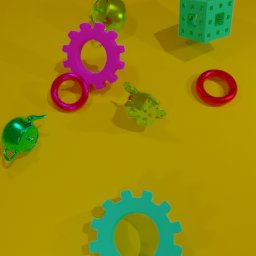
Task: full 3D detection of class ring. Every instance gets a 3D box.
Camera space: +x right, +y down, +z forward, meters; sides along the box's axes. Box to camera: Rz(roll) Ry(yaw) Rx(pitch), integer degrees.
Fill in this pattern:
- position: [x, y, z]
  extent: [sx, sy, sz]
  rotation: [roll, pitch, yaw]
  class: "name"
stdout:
- position: [2.628, -1.226, 8.331]
  extent: [1.235, 0.247, 1.235]
  rotation: [-1, 65, 1]
  class: "ring"
- position: [-1.677, -1.041, 8.055]
  extent: [1.135, 0.227, 1.135]
  rotation: [0, 87, 1]
  class: "ring"

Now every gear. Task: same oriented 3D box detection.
- position: [-0.999, -2.047, 8.060]
  extent: [1.840, 1.840, 0.340]
  rotation: [22, 22, 12]
  class: "gear"
- position: [0.168, 2.330, 5.979]
  extent: [1.945, 0.360, 1.945]
  rotation: [-3, 69, 8]
  class: "gear"

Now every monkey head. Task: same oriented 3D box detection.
- position: [0.481, -0.651, 7.456]
  extent: [1.504, 1.082, 0.907]
  rotation: [38, 46, -13]
  class: "monkey head"

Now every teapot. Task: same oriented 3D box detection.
- position: [-2.662, 0.170, 7.158]
  extent: [0.754, 0.958, 1.541]
  rotation: [19, 66, 21]
  class: "teapot"
- position: [-0.691, -3.796, 9.174]
  extent: [1.277, 1.006, 2.054]
  rotation: [12, 91, 44]
  class: "teapot"

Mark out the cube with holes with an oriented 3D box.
- position: [2.386, -3.433, 8.659]
  extent: [1.139, 1.139, 1.139]
  rotation: [-23, 38, -25]
  class: "cube with holes"
